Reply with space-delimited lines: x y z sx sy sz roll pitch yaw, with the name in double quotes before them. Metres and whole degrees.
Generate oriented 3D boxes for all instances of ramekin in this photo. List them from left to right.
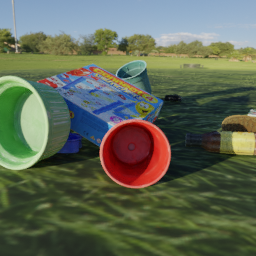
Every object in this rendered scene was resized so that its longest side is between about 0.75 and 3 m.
"ramekin" -2.486 -0.150 6.905 2.182 2.182 1.066 7 9 23

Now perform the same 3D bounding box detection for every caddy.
"caddy" -1.782 0.354 7.966 1.029 0.540 0.727 1 16 2

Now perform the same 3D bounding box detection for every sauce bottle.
"sauce bottle" 2.579 0.376 7.704 1.945 0.642 0.642 5 16 11

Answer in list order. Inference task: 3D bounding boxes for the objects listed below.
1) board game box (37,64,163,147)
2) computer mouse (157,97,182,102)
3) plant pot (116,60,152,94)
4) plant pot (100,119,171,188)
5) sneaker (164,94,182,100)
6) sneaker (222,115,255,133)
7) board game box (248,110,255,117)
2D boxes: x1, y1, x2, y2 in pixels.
"board game box" -0.776 -0.762 8.678 2.979 0.833 2.917 30 32 13
"computer mouse" 1.459 -1.487 15.047 2.982 0.508 0.874 3 11 -9
"plant pot" 0.399 -2.254 13.809 1.555 1.523 1.555 -16 38 13
"plant pot" 0.120 0.475 6.221 1.446 1.446 1.280 -1 5 -4
"sneaker" 2.638 -1.772 16.047 1.076 0.406 0.426 12 17 36
"sneaker" 4.273 0.187 8.182 2.743 0.920 1.232 11 6 44
"board game box" 5.306 -0.444 11.250 0.833 0.363 1.128 8 17 28
